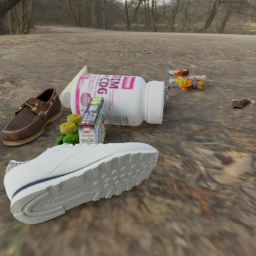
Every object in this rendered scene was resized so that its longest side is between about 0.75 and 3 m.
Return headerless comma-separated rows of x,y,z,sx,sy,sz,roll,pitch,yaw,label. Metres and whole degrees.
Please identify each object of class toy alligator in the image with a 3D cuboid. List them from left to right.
-1.427,0.322,7.111,0.589,0.813,2.453,2,23,4,toy alligator

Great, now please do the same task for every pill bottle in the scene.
-0.268,-0.884,8.959,2.769,1.570,1.570,4,23,9,pill bottle

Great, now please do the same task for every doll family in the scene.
2.850,-2.148,13.141,2.110,0.951,1.310,4,8,-40,doll family

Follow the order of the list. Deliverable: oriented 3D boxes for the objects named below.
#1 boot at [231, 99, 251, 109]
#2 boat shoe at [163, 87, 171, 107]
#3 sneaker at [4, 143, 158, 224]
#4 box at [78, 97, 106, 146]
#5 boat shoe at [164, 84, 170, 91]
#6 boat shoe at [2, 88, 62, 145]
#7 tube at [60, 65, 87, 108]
4.392,-0.892,10.802,0.755,0.273,0.628,6,36,10,boot
0.225,-1.227,10.682,2.807,1.063,1.008,8,13,10,boat shoe
-0.807,0.713,5.410,2.951,1.127,1.188,-12,39,-23,sneaker
-0.895,0.035,7.357,0.364,1.155,2.098,0,24,2,box
0.703,-1.502,11.571,2.138,0.681,0.756,-6,24,-13,boat shoe
-2.969,-0.476,8.748,1.036,1.035,2.943,5,25,7,boat shoe
-2.091,-1.702,11.699,0.824,0.738,2.842,-35,19,22,tube
